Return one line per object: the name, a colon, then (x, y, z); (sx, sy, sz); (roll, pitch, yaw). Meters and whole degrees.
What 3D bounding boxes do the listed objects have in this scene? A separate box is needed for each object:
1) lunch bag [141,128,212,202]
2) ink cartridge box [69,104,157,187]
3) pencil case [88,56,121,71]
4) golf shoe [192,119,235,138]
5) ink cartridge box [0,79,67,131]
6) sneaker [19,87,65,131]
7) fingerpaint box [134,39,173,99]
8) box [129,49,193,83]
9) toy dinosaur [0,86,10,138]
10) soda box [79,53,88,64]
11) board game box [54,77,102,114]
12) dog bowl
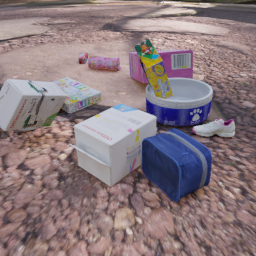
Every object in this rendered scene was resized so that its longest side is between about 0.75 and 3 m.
lunch bag: (1.350, 0.926, 7.970); (1.334, 1.370, 2.016); (-16, 33, -26)
ink cartridge box: (-0.457, 0.481, 8.580); (1.531, 1.492, 2.382); (24, 39, 35)
pencil case: (-1.375, -3.797, 16.464); (1.913, 0.836, 0.836); (8, 32, 11)
golf shoe: (3.151, -0.052, 10.278); (1.528, 0.699, 0.576); (1, 32, 4)
ink cartridge box: (-3.216, -0.751, 9.227); (0.849, 1.470, 2.013); (42, 23, 17)
sneaker: (-3.778, -0.737, 11.378); (1.298, 0.925, 2.617); (-1, 37, 38)
fingerpaint box: (1.000, -2.198, 10.852); (0.683, 1.862, 1.554); (-25, 50, 4)
box: (1.578, -3.228, 14.279); (2.501, 1.375, 2.844); (-7, 17, -11)
toy dinosaur: (-4.595, -0.940, 10.563); (1.210, 1.911, 2.820); (14, 33, 22)
soda box: (-2.856, -4.472, 17.947); (0.423, 0.384, 1.210); (1, 30, 1)
board game box: (-2.771, -1.594, 13.050); (2.678, 0.458, 1.801); (27, 40, 37)
dog bowl: (2.082, -1.157, 11.642); (2.702, 1.064, 2.702); (-2, 29, 1)
